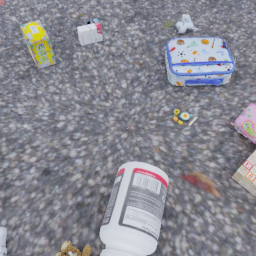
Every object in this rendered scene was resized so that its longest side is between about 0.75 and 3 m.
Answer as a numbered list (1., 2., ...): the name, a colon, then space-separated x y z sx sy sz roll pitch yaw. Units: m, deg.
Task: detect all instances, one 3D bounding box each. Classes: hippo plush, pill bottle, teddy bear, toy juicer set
1. hippo plush: 2.682 -4.868 13.466 0.770 0.763 0.957 -37 105 -3
2. pill bottle: 0.134 2.494 7.702 1.563 1.563 2.823 12 56 8
3. teddy bear: -1.398 3.661 7.656 1.343 0.448 0.974 7 48 14
4. toy juicer set: 2.121 -0.362 10.493 0.892 0.243 0.568 18 57 11

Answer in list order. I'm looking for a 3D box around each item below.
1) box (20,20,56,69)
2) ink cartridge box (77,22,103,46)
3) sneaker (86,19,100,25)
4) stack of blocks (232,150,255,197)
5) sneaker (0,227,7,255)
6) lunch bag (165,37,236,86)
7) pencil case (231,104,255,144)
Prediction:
1. box: -3.824 -3.570 12.026 0.862 1.361 1.413 -24 58 -15
2. ink cartridge box: -1.746 -4.339 12.920 1.049 0.774 0.449 -16 57 -11
3. sneaker: -1.724 -4.967 13.471 0.480 0.579 1.212 19 58 13
4. stack of blocks: 4.461 1.736 8.788 1.121 0.570 1.946 -38 65 -22
5. sneaker: -3.384 3.574 7.566 0.938 0.613 1.632 8 61 5
6. lunch bag: 2.994 -2.741 11.673 2.799 1.057 2.243 -3 57 -1
7. pencil case: 4.820 0.367 9.506 1.158 1.158 2.649 -29 59 -18
